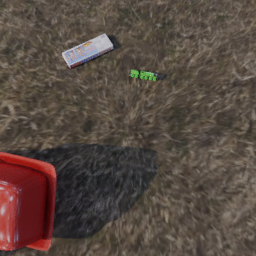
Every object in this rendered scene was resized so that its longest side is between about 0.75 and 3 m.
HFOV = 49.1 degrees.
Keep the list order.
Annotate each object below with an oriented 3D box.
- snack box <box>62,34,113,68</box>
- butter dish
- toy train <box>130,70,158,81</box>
[{"bbox_3d":[-1.403,-2.707,9.807,1.704,0.207,0.613,-28,72,-10],"label":"snack box"},{"bbox_3d":[-3.133,1.938,6.751,2.379,1.759,2.373,9,99,19],"label":"butter dish"},{"bbox_3d":[0.540,-1.780,9.399,0.945,0.197,0.266,11,101,8],"label":"toy train"}]
